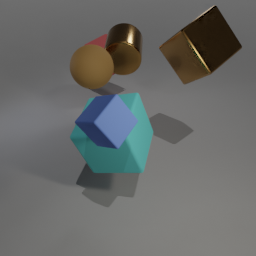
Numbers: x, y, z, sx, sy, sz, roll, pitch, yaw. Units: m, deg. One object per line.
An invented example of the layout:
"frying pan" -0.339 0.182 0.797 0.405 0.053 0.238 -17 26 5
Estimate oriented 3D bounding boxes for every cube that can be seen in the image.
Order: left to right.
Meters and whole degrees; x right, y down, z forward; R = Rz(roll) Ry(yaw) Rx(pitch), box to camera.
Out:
"cube" -0.392 -0.119 5.151 0.700 0.700 0.700 3 50 51
"cube" -0.946 -3.447 13.179 1.400 1.400 1.400 -38 41 -29
"cube" -0.321 0.153 6.932 1.400 1.400 1.400 -4 44 23
"cube" 2.043 -2.320 8.071 1.400 1.400 1.400 -39 9 -17

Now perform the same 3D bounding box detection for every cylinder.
"cylinder" -0.171 -2.927 10.411 1.400 1.400 1.400 2 47 4

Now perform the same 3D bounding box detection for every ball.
"ball" -1.163 -1.958 9.010 1.400 1.400 1.400 0 31 0
